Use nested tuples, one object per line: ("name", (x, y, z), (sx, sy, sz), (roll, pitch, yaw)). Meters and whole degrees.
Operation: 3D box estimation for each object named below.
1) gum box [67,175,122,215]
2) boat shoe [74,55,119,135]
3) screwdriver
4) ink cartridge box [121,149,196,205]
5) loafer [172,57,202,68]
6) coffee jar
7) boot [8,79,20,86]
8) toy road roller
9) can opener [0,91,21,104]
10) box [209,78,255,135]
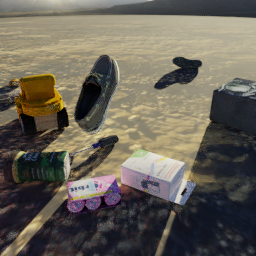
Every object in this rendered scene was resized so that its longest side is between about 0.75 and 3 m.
("gum box", (-0.795, 1.481, 6.282), (1.174, 0.388, 0.666), (-8, 28, -14))
("boat shoe", (-1.005, -1.235, 9.008), (1.018, 0.851, 2.848), (3, 68, 24))
("screwdriver", (-1.150, 0.603, 8.052), (2.181, 0.304, 0.317), (-20, 4, -39))
("ink cartridge box", (0.754, 1.137, 6.770), (1.634, 0.550, 0.957), (15, 31, 27))
("loafer", (3.465, -3.815, 16.531), (1.739, 0.625, 0.547), (10, 8, 4))
("coffee jar", (-2.261, 0.960, 7.005), (1.536, 0.655, 0.801), (-1, 27, -1))
("boot", (-5.431, -2.271, 13.688), (0.779, 0.274, 0.558), (-6, 33, 2))
("toy road roller", (-3.021, -1.035, 9.581), (1.547, 1.838, 2.518), (-12, 30, -22))
("can opener", (-5.027, -1.211, 11.537), (1.433, 0.377, 0.476), (-15, 31, -26))
("box", (4.272, -0.815, 9.864), (2.001, 1.240, 1.968), (22, 36, 36))
